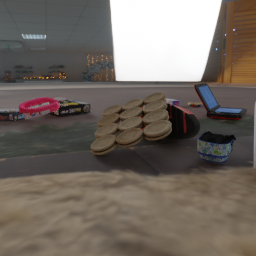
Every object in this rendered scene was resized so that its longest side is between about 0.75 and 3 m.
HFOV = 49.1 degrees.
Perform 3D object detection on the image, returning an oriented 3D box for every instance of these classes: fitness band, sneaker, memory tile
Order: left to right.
[{"bbox_3d":[-3.736,-0.946,11.874,1.268,0.330,1.765,18,28,30],"label":"fitness band"},{"bbox_3d":[0.101,-0.204,7.794,2.136,0.234,2.787,-16,25,11],"label":"memory tile"},{"bbox_3d":[1.190,-0.343,9.105,1.263,1.073,2.912,-10,15,-43],"label":"sneaker"}]

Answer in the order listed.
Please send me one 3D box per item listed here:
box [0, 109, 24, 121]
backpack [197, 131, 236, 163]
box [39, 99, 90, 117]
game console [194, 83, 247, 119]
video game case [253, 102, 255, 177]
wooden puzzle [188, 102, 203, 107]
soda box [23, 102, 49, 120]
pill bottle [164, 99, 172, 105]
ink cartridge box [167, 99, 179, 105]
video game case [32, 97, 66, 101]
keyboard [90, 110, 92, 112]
[{"bbox_3d":[-5.413,-0.585,12.035,1.811,0.341,1.237,2,12,8],"label":"box"},{"bbox_3d":[1.958,0.456,6.347,0.761,0.611,0.831,9,13,29],"label":"backpack"},{"bbox_3d":[-3.089,-1.004,13.576,1.692,0.515,2.099,-8,16,-41],"label":"box"},{"bbox_3d":[4.301,-1.304,12.853,2.073,1.428,2.406,6,14,28],"label":"game console"},{"bbox_3d":[3.966,0.220,5.874,2.419,0.293,2.657,5,37,22],"label":"video game case"},{"bbox_3d":[3.952,-1.367,16.226,0.900,0.208,0.834,-3,11,8],"label":"wooden puzzle"},{"bbox_3d":[-3.870,-0.734,11.920,1.141,0.389,0.363,-19,21,-11],"label":"soda box"},{"bbox_3d":[1.691,-1.205,14.290,1.092,0.622,0.622,2,12,3],"label":"pill bottle"},{"bbox_3d":[2.426,-1.555,16.821,0.905,0.318,1.516,-4,9,-17],"label":"ink cartridge box"},{"bbox_3d":[-3.932,-1.431,13.966,1.400,0.122,1.001,7,14,32],"label":"video game case"},{"bbox_3d":[-2.210,-0.931,14.396,0.382,0.072,1.358,-5,12,-22],"label":"keyboard"}]
